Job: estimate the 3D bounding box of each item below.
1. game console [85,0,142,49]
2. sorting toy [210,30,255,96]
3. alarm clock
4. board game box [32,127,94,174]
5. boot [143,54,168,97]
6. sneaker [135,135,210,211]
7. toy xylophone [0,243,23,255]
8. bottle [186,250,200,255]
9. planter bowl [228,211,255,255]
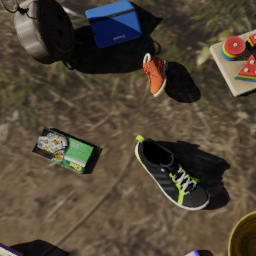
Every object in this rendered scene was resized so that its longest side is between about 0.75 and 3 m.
[{"bbox_3d":[-0.512,-3.660,9.807,1.645,0.973,1.404,-18,106,-5],"label":"game console"},{"bbox_3d":[4.008,-2.283,9.138,1.908,0.668,1.919,-21,75,-5],"label":"sorting toy"},{"bbox_3d":[-2.562,-3.059,8.322,0.953,2.863,1.931,-11,72,29],"label":"alarm clock"},{"bbox_3d":[-1.976,0.681,8.548,1.684,0.198,0.882,23,73,6],"label":"board game box"},{"bbox_3d":[0.778,-1.670,8.777,0.818,0.573,1.526,24,52,-24],"label":"boot"},{"bbox_3d":[1.169,1.278,7.878,2.714,1.124,0.973,41,78,11],"label":"sneaker"},{"bbox_3d":[-3.824,4.279,7.262,1.918,0.658,2.619,15,74,5],"label":"toy xylophone"},{"bbox_3d":[1.598,3.679,7.638,0.821,0.268,0.343,-26,76,-7],"label":"bottle"},{"bbox_3d":[3.597,3.285,7.426,2.156,0.898,2.156,0,73,0],"label":"planter bowl"}]
